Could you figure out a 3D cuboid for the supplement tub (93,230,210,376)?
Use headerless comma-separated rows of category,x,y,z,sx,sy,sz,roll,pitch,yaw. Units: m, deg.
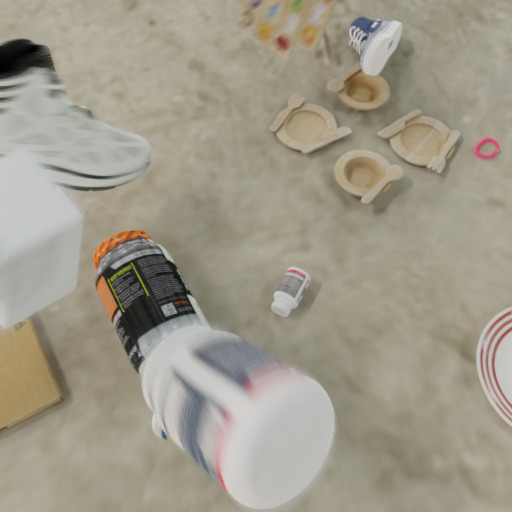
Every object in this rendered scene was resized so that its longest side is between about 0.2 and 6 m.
supplement tub,-1.681,0.693,8.717,1.282,1.282,2.092,-26,65,-14

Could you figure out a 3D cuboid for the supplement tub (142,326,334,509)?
supplement tub,-0.235,1.522,5.669,1.270,1.270,1.810,-43,37,-21

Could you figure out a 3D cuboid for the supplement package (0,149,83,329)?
supplement package,-2.360,-0.110,5.507,0.887,1.619,0.921,-34,80,-31

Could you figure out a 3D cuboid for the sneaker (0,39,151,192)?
sneaker,-2.686,-1.955,7.933,3.100,1.784,1.170,-5,48,-41

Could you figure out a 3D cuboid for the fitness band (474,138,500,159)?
fitness band,4.519,-2.093,10.949,0.543,0.102,0.390,-41,66,-21

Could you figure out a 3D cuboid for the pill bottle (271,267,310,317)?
pill bottle,0.554,0.607,9.257,0.429,0.429,0.774,24,64,13

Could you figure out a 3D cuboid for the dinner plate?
dinner plate,4.573,1.832,8.666,2.350,0.285,2.350,0,61,-1

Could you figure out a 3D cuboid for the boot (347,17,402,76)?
boot,2.290,-4.419,11.718,0.981,0.790,2.173,19,40,17

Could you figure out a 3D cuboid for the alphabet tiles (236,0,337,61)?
alphabet tiles,0.456,-4.468,8.961,1.977,2.376,0.075,39,48,12

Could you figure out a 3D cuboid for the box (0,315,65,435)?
box,-4.275,1.722,8.745,1.842,0.240,2.254,-27,65,-13

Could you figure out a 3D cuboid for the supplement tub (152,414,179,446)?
supplement tub,-0.471,2.236,7.898,1.687,1.220,1.220,19,63,9

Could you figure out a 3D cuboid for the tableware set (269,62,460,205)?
tableware set,2.114,-2.452,10.972,2.755,0.383,3.298,-38,68,-19
